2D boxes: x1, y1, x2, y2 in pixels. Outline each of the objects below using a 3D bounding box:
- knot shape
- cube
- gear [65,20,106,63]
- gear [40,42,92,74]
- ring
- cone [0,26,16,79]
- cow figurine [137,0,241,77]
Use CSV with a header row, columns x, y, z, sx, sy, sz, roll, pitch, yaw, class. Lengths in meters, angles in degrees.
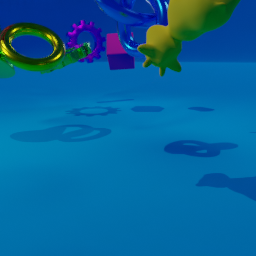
x,y,z,sx,sy,sz,roll,pitch,yaw,class
0.360,-2.363,5.233,1.666,1.780,0.823,-34,2,3,knot shape
-0.258,-2.847,10.445,0.959,0.959,0.959,-3,-25,3,cube
-1.828,-3.732,12.205,1.755,1.755,0.325,-8,13,-28,gear
-2.299,-2.533,10.116,1.996,0.369,1.996,-19,23,9,gear
-2.280,-1.960,6.704,1.549,0.310,1.549,11,53,-16,ring
-3.392,-2.170,6.898,1.421,1.427,1.421,5,-14,1,cone
0.724,-1.284,3.499,0.724,1.297,1.318,23,4,-22,cow figurine
